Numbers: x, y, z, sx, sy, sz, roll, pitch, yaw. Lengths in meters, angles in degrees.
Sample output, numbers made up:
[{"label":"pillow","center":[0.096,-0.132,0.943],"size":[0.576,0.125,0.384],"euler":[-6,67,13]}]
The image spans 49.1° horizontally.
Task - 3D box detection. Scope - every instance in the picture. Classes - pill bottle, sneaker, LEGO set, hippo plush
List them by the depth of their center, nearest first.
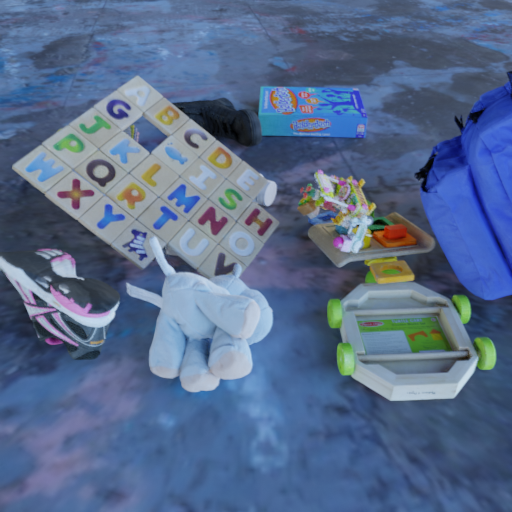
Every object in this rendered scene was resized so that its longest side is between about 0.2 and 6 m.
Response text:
[{"label":"hippo plush","center":[-0.575,0.784,6.739],"size":[1.711,1.363,1.376],"euler":[32,11,17]},{"label":"sneaker","center":[-2.591,0.596,6.984],"size":[0.888,0.955,2.211],"euler":[-2,22,-43]},{"label":"LEGO set","center":[0.995,-0.847,8.248],"size":[0.772,0.954,2.074],"euler":[17,15,-23]},{"label":"pill bottle","center":[-0.200,-1.200,9.721],"size":[1.038,0.578,0.578],"euler":[19,40,24]},{"label":"sneaker","center":[-0.983,-2.792,11.779],"size":[1.340,0.772,2.569],"euler":[-16,34,-21]}]

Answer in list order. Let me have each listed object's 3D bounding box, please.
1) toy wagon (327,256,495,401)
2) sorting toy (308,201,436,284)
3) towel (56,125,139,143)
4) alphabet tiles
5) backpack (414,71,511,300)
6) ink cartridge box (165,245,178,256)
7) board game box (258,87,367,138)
[{"label":"toy wagon","center":[1.824,0.818,7.095],"size":[1.786,0.455,2.302],"euler":[-1,36,-2]},{"label":"sorting toy","center":[1.667,-0.350,8.271],"size":[1.492,0.361,2.649],"euler":[-11,25,-11]},{"label":"towel","center":[-3.279,-2.027,11.096],"size":[1.740,0.276,2.422],"euler":[-3,36,-5]},{"label":"alphabet tiles","center":[-1.283,-1.002,8.172],"size":[3.249,0.123,2.716],"euler":[38,52,-2]},{"label":"backpack","center":[3.893,-1.203,7.571],"size":[2.966,2.873,3.535],"euler":[-15,18,29]},{"label":"ink cartridge box","center":[-0.869,-0.312,8.652],"size":[0.943,0.397,0.689],"euler":[7,39,9]},{"label":"board game box","center":[1.211,-3.241,12.529],"size":[2.313,0.520,1.759],"euler":[1,36,1]}]
